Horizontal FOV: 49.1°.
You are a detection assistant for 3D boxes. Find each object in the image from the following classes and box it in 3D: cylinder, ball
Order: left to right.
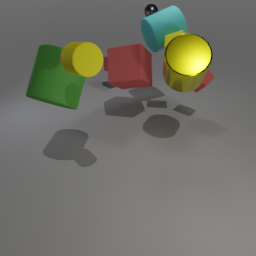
[{"bbox_3d":[-1.902,-1.345,7.638,1.400,1.400,1.400,14,-2,0],"label":"cylinder"},{"bbox_3d":[-0.992,-1.467,5.972,0.700,0.700,0.700,-19,24,-28],"label":"cylinder"},{"bbox_3d":[1.149,-5.745,13.815,0.700,0.700,0.700,0,31,0],"label":"ball"},{"bbox_3d":[1.438,-3.985,11.324,1.400,1.400,1.400,-26,36,-8],"label":"cylinder"},{"bbox_3d":[1.825,-2.005,8.842,1.400,1.400,1.400,4,-12,6],"label":"cylinder"}]

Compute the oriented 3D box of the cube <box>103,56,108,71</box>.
[{"bbox_3d":[-0.767,-3.307,14.366,0.700,0.700,0.700,-19,26,-39],"label":"cube"}]

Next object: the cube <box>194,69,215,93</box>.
[{"bbox_3d":[2.880,-1.974,11.222,0.700,0.700,0.700,49,60,-2],"label":"cube"}]

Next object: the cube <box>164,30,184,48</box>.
[{"bbox_3d":[1.822,-3.094,10.512,0.700,0.700,0.700,-10,51,26],"label":"cube"}]

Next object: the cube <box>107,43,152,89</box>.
[{"bbox_3d":[0.105,-2.409,11.204,1.400,1.400,1.400,-3,-4,21],"label":"cube"}]
